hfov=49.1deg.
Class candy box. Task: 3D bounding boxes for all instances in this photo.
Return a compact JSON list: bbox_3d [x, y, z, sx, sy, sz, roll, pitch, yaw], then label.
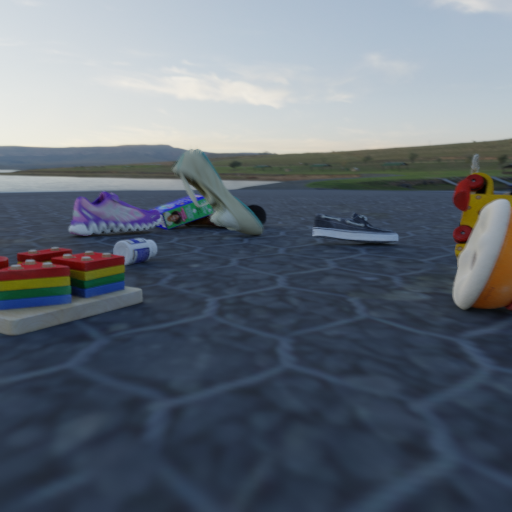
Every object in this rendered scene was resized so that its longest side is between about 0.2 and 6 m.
[{"bbox_3d":[-2.020,-1.199,15.143,1.394,0.537,1.179,-23,18,-21],"label":"candy box"}]

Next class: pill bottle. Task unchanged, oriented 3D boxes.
[{"bbox_3d":[-1.962,-0.079,9.187,0.404,0.404,0.676,5,9,32],"label":"pill bottle"}]

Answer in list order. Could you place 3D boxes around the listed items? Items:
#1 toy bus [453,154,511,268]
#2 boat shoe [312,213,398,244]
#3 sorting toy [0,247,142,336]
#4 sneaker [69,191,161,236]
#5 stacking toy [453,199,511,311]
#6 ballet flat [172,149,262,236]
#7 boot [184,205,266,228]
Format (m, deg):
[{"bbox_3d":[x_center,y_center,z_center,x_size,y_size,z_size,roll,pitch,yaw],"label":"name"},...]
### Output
[{"bbox_3d":[3.092,-0.397,7.183,0.883,1.708,1.612,6,15,29],"label":"toy bus"},{"bbox_3d":[2.055,-0.595,11.535,1.754,0.594,0.629,6,-3,7],"label":"boat shoe"},{"bbox_3d":[-2.415,0.283,6.134,1.649,0.574,1.639,6,11,34],"label":"sorting toy"},{"bbox_3d":[-3.352,-1.055,13.443,2.265,1.002,0.911,-7,7,-34],"label":"sneaker"},{"bbox_3d":[3.053,0.228,5.866,1.699,1.242,1.242,21,13,11],"label":"stacking toy"},{"bbox_3d":[-0.910,-1.217,12.658,0.899,2.589,0.899,-36,20,15],"label":"ballet flat"},{"bbox_3d":[-0.840,-1.000,15.615,1.706,0.620,1.812,-18,11,-41],"label":"boot"}]
